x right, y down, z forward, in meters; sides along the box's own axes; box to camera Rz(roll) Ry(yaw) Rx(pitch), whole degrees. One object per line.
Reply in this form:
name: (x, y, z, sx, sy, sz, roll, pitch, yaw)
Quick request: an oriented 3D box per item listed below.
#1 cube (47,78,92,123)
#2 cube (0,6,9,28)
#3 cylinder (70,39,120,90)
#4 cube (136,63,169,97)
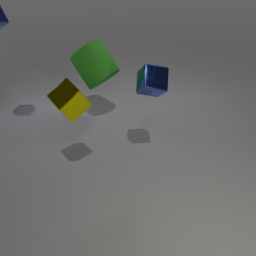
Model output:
cube: (-1.513, -0.715, 7.254, 0.700, 0.700, 0.700, -44, 57, -5)
cube: (-4.144, -3.309, 8.311, 0.700, 0.700, 0.700, -21, 14, 15)
cylinder: (-1.255, -2.416, 10.687, 1.400, 1.400, 1.400, -33, 7, 4)
cube: (0.684, -1.337, 7.964, 0.700, 0.700, 0.700, 7, -10, -17)
